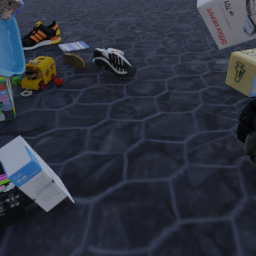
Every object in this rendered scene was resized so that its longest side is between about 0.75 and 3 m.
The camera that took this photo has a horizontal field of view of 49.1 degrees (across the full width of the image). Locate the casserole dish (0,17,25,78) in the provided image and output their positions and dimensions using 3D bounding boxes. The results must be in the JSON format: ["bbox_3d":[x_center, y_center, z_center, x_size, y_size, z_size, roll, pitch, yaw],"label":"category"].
[{"bbox_3d":[-3.581,-2.346,7.262,1.591,0.509,2.626,11,55,-53],"label":"casserole dish"}]

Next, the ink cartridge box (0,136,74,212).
[{"bbox_3d":[-1.845,1.039,5.742,0.556,1.640,0.951,-37,43,-11],"label":"ink cartridge box"}]

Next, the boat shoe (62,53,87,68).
[{"bbox_3d":[-2.381,-3.176,12.870,0.539,0.574,1.595,-30,41,-34],"label":"boat shoe"}]

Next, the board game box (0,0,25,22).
[{"bbox_3d":[-3.123,-3.075,6.832,0.411,0.676,0.848,62,24,11],"label":"board game box"}]

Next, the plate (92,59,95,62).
[{"bbox_3d":[-1.328,-3.316,13.521,0.780,0.100,0.780,-1,33,1],"label":"plate"}]

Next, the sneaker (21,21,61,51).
[{"bbox_3d":[-4.986,-5.064,15.125,2.789,1.255,0.975,-26,41,-34],"label":"sneaker"}]

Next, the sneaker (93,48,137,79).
[{"bbox_3d":[-0.404,-2.943,12.124,1.121,1.033,2.802,-18,38,-29],"label":"sneaker"}]

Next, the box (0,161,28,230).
[{"bbox_3d":[-2.815,1.299,5.740,1.048,0.877,1.411,-18,37,-25],"label":"box"}]

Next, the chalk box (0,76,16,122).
[{"bbox_3d":[-4.405,-1.008,8.833,1.371,1.361,2.196,-13,35,-18],"label":"chalk box"}]

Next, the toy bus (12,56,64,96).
[{"bbox_3d":[-3.601,-2.184,11.002,1.749,0.958,1.853,-19,37,-27],"label":"toy bus"}]

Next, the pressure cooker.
[{"bbox_3d":[4.097,0.004,6.205,2.627,2.668,2.986,17,18,-40],"label":"pressure cooker"}]

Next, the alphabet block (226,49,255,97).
[{"bbox_3d":[4.717,-2.105,10.540,1.326,1.333,1.358,-12,35,-19],"label":"alphabet block"}]

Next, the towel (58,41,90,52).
[{"bbox_3d":[-2.925,-4.409,15.128,1.448,0.172,1.063,-16,37,-23],"label":"towel"}]

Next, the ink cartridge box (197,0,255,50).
[{"bbox_3d":[3.509,-3.546,7.839,2.600,1.904,1.116,-12,55,34],"label":"ink cartridge box"}]
